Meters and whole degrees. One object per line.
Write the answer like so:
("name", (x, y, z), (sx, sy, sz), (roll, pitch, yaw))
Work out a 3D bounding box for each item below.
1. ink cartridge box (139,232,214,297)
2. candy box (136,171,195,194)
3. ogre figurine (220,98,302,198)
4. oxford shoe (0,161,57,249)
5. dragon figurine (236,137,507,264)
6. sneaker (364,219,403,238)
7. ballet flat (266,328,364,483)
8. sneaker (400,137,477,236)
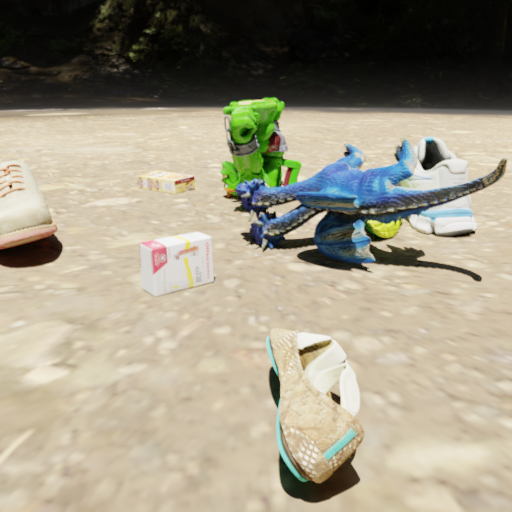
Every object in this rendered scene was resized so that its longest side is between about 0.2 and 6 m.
("ink cartridge box", (-0.975, 0.089, 6.957), (0.856, 0.621, 0.357), (-14, 21, -35))
("candy box", (-2.099, -1.714, 12.989), (1.212, 0.335, 0.700), (13, 23, 33))
("ogre figurine", (0.075, -2.159, 11.626), (1.672, 2.043, 3.408), (-7, 17, -8))
("oxford shoe", (-3.861, -0.848, 8.733), (1.109, 1.156, 3.133), (-17, 20, -24))
("dragon figurine", (1.331, -0.669, 7.756), (1.967, 1.165, 3.957), (-38, 32, -23))
("sneaker", (2.043, -0.675, 9.506), (0.745, 0.660, 1.783), (-3, 9, 24))
("ballet flat", (0.446, 0.937, 4.135), (0.583, 0.630, 1.787), (-34, 18, 8))
("sneaker", (3.098, -1.501, 10.528), (1.295, 1.497, 3.455), (-5, 17, -10))
